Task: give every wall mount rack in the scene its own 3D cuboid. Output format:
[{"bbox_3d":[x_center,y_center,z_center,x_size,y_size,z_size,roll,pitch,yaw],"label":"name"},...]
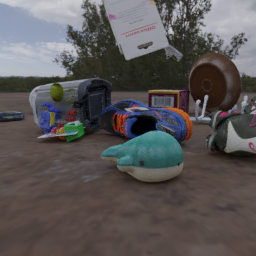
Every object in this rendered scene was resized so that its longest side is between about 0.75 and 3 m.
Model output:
[{"bbox_3d":[3.546,-0.695,10.496,2.665,0.994,2.315,5,10,23],"label":"wall mount rack"}]

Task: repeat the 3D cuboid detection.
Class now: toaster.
[{"bbox_3d":[-1.684,-0.695,8.781,1.818,1.599,2.815,-1,12,17],"label":"toaster"}]

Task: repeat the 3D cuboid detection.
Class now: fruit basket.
[{"bbox_3d":[-1.707,0.082,7.310,1.021,0.479,0.946,-1,9,8],"label":"fruit basket"}]

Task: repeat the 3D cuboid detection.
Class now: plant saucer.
[{"bbox_3d":[3.759,-1.962,12.808,0.522,2.854,2.854,-18,18,-35],"label":"plant saucer"}]

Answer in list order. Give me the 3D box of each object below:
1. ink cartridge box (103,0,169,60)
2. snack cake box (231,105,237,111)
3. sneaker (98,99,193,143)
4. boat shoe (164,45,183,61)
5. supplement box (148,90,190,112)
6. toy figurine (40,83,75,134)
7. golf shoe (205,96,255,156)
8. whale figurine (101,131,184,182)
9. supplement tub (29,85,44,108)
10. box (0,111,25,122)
[{"bbox_3d":[0.178,-2.884,7.626,1.278,2.182,0.735,-18,-7,-1],"label":"ink cartridge box"},{"bbox_3d":[4.563,-0.996,13.592,1.305,0.438,0.750,4,4,-35],"label":"snack cake box"},{"bbox_3d":[0.190,-0.147,7.166,2.800,1.055,1.098,5,15,41],"label":"sneaker"},{"bbox_3d":[2.063,-3.643,13.691,1.300,0.554,0.480,27,4,-31],"label":"boat shoe"},{"bbox_3d":[1.990,-1.256,13.444,1.451,1.144,2.217,4,10,26],"label":"supplement box"},{"bbox_3d":[-1.933,-0.352,7.330,0.780,1.478,0.886,15,22,15],"label":"toy figurine"},{"bbox_3d":[3.018,0.015,6.189,2.964,1.144,1.305,-19,25,-37],"label":"golf shoe"},{"bbox_3d":[0.214,0.384,4.573,1.410,0.731,1.121,8,12,40],"label":"whale figurine"},{"bbox_3d":[-3.860,-1.483,14.181,1.380,1.380,2.253,1,10,8],"label":"supplement tub"},{"bbox_3d":[-4.840,-0.479,11.298,0.933,0.302,1.183,-10,13,-41],"label":"box"}]
